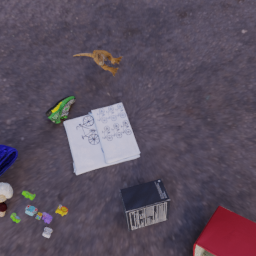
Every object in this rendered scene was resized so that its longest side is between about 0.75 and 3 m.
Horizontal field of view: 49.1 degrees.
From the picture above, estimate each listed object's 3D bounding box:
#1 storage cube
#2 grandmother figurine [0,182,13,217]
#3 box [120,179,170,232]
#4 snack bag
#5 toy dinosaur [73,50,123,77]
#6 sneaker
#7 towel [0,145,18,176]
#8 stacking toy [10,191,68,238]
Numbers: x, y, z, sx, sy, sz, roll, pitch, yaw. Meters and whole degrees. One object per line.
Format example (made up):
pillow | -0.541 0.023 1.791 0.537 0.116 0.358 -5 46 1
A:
storage cube | 2.335 2.838 6.376 1.430 1.222 1.285 21 42 32
grandmother figurine | -3.571 2.053 7.092 1.812 1.099 0.549 -44 55 11
box | 0.420 1.940 7.049 1.096 1.105 0.681 -14 47 -8
snack bag | -0.853 0.270 8.512 2.023 0.217 1.907 -15 67 -8
toy dinosaur | -0.906 -2.334 9.183 1.294 2.436 0.736 26 94 -23
sneaker | -2.056 -0.595 8.839 0.483 0.527 1.237 -12 30 42
towel | -4.112 1.015 7.288 2.401 0.595 1.773 6 51 41
stacking toy | -2.210 2.115 6.937 1.185 0.278 0.893 30 108 -9
